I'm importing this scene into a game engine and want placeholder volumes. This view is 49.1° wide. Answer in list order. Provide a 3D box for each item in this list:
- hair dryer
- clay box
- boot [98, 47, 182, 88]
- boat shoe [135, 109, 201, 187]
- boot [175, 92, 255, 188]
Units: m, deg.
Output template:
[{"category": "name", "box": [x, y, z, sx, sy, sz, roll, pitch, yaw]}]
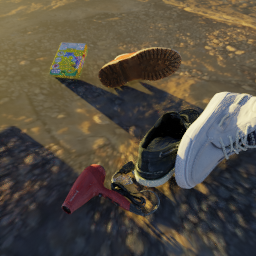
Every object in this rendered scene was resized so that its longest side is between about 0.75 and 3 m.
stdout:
[{"category": "hair dryer", "box": [-0.417, 1.241, 5.602, 1.864, 0.506, 1.420, -13, 38, -20]}, {"category": "clay box", "box": [-2.123, -2.389, 10.123, 0.995, 0.412, 1.732, 4, 55, 7]}, {"category": "boot", "box": [0.469, -2.165, 9.199, 2.711, 1.017, 1.453, -6, 28, 24]}, {"category": "boat shoe", "box": [1.045, 0.106, 6.643, 1.091, 0.968, 2.920, 15, 38, 36]}, {"category": "boot", "box": [2.143, 0.195, 5.976, 1.335, 1.027, 2.793, 7, 50, 43]}]
